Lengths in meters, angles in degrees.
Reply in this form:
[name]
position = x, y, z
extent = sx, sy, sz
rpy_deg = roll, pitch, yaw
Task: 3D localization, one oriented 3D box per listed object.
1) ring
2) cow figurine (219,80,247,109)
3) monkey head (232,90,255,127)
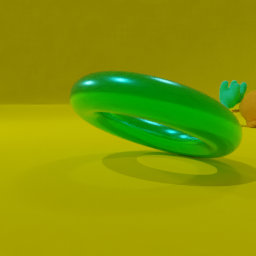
[ring]
position = 0.279, -0.085, 3.199
extent = 1.940, 0.388, 1.940
rpy_deg = 16, -11, 3
[cow figurine]
position = 2.987, -0.751, 8.341
extent = 0.706, 1.266, 1.286
rpy_deg = 23, 25, 39
[monkey head]
position = 3.841, -0.558, 7.987
extent = 1.197, 1.003, 1.664
rpy_deg = 6, -28, -29
